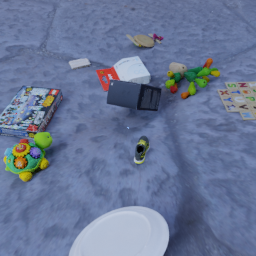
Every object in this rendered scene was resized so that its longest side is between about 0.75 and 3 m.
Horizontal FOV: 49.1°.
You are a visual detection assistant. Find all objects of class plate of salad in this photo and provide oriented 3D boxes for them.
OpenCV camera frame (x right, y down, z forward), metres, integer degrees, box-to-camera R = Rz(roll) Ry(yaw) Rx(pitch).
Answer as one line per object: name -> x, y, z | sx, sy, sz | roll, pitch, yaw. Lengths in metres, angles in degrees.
plate of salad -> -0.207, 2.806, 6.686 | 2.496, 0.599, 2.496 | -18, 20, 7

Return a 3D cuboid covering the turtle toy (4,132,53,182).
turtle toy -> -3.121, 0.780, 8.858 | 1.248, 0.866, 1.713 | 32, 53, 28

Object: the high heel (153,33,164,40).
high heel -> 1.633, -4.894, 14.917 | 0.769, 0.369, 0.259 | -12, 48, -28

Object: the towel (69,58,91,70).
towel -> -2.276, -3.044, 13.245 | 0.941, 0.162, 0.623 | -17, 46, -17

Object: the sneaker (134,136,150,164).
sneaker -> 0.485, 0.630, 9.282 | 0.433, 0.492, 1.163 | 8, 45, 7

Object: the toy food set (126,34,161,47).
toy food set -> 0.819, -4.505, 14.641 | 1.743, 0.350, 1.203 | -15, 53, -34

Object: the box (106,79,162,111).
box -> 0.247, -1.159, 10.028 | 1.272, 0.897, 1.719 | 14, 9, 31

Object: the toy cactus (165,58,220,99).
toy cactus -> 2.491, -2.343, 11.931 | 2.677, 1.369, 2.209 | -28, 41, -14

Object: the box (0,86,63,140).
box -> -3.685, -0.648, 10.577 | 1.685, 0.491, 2.461 | 7, 45, 7

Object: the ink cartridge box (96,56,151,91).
ink cartridge box -> -0.253, -2.453, 12.410 | 2.085, 0.493, 1.669 | -11, 46, -13

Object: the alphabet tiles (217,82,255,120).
alphabet tiles -> 5.228, -1.167, 11.387 | 2.867, 0.091, 2.385 | -2, 44, -2
